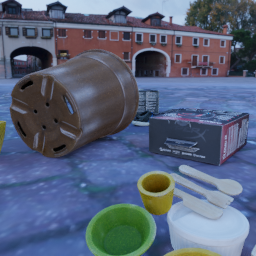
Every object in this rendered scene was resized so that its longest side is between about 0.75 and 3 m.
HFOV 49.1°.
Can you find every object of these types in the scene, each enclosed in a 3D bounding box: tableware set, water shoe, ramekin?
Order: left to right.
[{"bbox_3d":[0.813,-0.371,9.921,1.362,0.538,0.487,-4,12,-22],"label":"water shoe"},{"bbox_3d":[0.817,1.102,2.949,0.829,0.386,0.829,0,12,0],"label":"ramekin"},{"bbox_3d":[0.998,1.013,2.215,2.701,0.414,1.819,21,40,41],"label":"tableware set"}]

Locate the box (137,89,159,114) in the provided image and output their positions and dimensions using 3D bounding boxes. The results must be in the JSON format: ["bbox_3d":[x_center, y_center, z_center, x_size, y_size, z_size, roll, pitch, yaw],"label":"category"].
[{"bbox_3d":[-0.057,-1.242,12.845,2.458,1.058,2.013,-2,10,-13],"label":"box"}]

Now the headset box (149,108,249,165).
[{"bbox_3d":[1.679,0.108,6.663,1.722,0.869,2.317,8,14,35],"label":"headset box"}]

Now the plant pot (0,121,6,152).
[{"bbox_3d":[-3.225,0.292,5.973,0.898,0.792,0.898,3,11,14],"label":"plant pot"}]

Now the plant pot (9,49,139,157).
[{"bbox_3d":[-1.329,-0.588,6.912,2.484,2.484,2.459,5,20,24],"label":"plant pot"}]

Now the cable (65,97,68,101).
[{"bbox_3d":[-3.149,-1.847,16.808,1.418,0.735,2.920,-6,12,-22],"label":"cable"}]

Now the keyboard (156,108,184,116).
[{"bbox_3d":[2.019,-0.671,12.241,1.147,0.245,1.910,6,14,29],"label":"keyboard"}]
